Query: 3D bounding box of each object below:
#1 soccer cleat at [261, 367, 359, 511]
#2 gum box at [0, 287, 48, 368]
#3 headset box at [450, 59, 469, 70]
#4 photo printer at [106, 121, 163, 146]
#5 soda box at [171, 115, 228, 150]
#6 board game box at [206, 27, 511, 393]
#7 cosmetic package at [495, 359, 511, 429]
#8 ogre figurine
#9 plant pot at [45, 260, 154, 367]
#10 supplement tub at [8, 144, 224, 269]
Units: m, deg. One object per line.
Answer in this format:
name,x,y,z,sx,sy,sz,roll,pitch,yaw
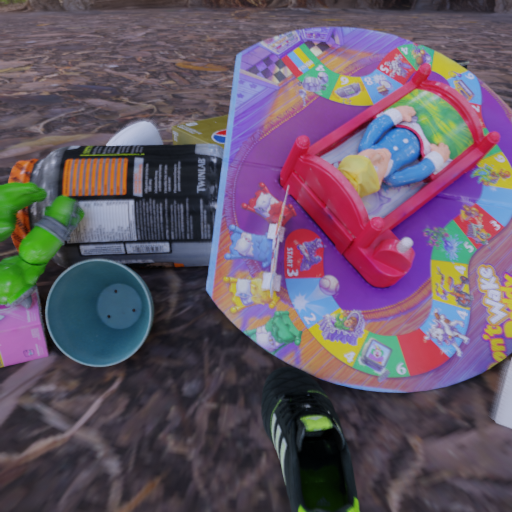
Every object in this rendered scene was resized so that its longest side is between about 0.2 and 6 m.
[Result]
soccer cleat,0.478,1.559,4.781,0.726,0.871,2.149,-4,29,-6
gum box,-3.043,0.696,6.737,0.844,0.492,1.486,-11,31,-20
headset box,1.711,-2.080,9.521,1.413,2.651,3.045,-19,34,-31
photo printer,-2.022,-1.560,9.676,0.469,1.350,1.123,19,51,36
soda box,0.164,-1.261,9.457,1.365,1.290,4.030,-21,35,-31
board game box,1.551,-0.977,6.318,3.825,0.943,4.842,8,68,-6
cosmetic package,2.867,1.312,5.414,0.843,0.695,0.695,16,33,27
ogre figurine,-3.249,-0.193,6.219,2.383,1.429,1.169,16,-19,-41
plant pot,-1.683,0.612,6.439,1.166,1.166,0.785,2,1,4
supplement tub,-1.826,-0.688,7.942,2.866,1.756,1.756,-1,29,-4
